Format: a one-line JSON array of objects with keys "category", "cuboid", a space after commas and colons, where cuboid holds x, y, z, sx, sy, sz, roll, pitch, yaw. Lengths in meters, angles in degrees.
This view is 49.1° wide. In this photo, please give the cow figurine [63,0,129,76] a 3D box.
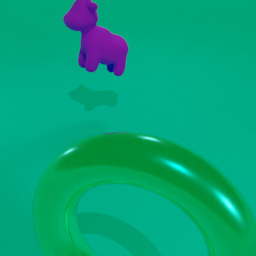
[{"category": "cow figurine", "cuboid": [-0.646, -2.064, 6.280, 1.638, 1.612, 0.899, 2, 22, -32]}]

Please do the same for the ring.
[{"category": "ring", "cuboid": [0.064, 0.928, 2.305, 1.913, 1.913, 0.383, 12, 25, 16]}]
